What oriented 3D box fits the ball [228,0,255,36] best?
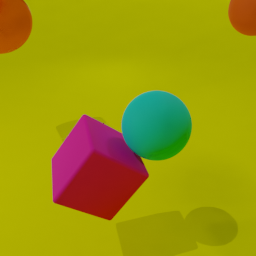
[{"bbox_3d":[2.289,-2.140,5.011,0.939,0.939,0.939,0,31,0],"label":"ball"}]

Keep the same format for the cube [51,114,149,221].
[{"bbox_3d":[-0.430,0.543,3.892,0.913,0.913,0.913,28,20,-29],"label":"cube"}]

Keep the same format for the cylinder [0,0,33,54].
[{"bbox_3d":[-2.927,-2.498,5.987,1.353,1.353,1.353,-19,49,-28],"label":"cylinder"}]

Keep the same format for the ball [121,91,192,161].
[{"bbox_3d":[0.373,-0.030,3.693,0.919,0.919,0.919,0,31,0],"label":"ball"}]
